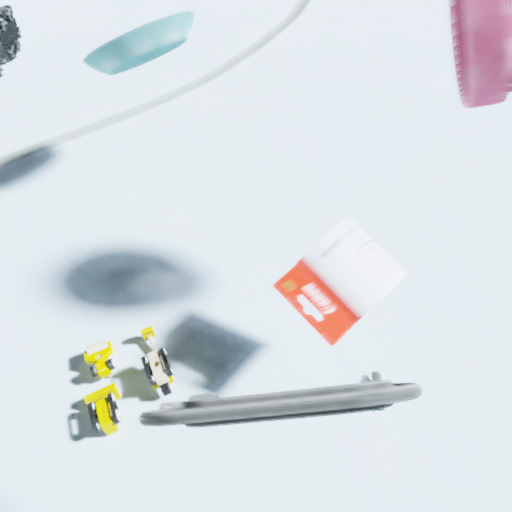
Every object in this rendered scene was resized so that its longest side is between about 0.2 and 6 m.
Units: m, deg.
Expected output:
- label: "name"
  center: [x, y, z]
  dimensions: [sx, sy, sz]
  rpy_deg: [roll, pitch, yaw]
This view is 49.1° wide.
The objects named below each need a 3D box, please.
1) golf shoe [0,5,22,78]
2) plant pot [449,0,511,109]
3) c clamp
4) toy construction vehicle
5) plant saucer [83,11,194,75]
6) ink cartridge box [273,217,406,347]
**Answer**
- label: "golf shoe"
  center: [-6.123, -4.645, 12.245]
  dimensions: [1.405, 1.156, 2.974]
  rpy_deg: [0, 44, 0]
- label: "plant pot"
  center: [2.552, -2.202, 5.240]
  dimensions: [1.286, 1.437, 1.437]
  rpy_deg: [-5, 43, 16]
- label: "c clamp"
  center: [0.112, 0.878, 3.424]
  dimensions: [1.790, 1.529, 0.242]
  rpy_deg: [-10, 74, 19]
- label: "toy construction vehicle"
  center: [-1.514, 1.456, 6.656]
  dimensions: [1.049, 0.424, 1.205]
  rpy_deg: [-25, 46, -9]
- label: "plant saucer"
  center: [-1.651, -3.050, 8.199]
  dimensions: [1.764, 0.317, 1.764]
  rpy_deg: [-22, 16, 7]
- label: "ink cartridge box"
  center: [0.911, 0.246, 6.019]
  dimensions: [0.939, 0.330, 1.156]
  rpy_deg: [46, 60, 9]
